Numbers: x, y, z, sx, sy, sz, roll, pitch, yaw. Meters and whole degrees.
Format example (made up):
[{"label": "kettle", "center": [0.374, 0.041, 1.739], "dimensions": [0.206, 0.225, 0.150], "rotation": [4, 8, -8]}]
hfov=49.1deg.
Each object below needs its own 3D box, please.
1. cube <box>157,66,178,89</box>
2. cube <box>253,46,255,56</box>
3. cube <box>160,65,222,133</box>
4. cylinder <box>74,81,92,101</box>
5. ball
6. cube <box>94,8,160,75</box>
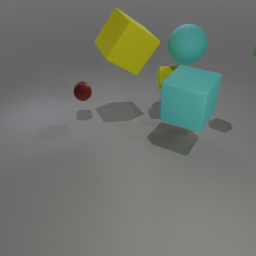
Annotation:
[{"label": "cube", "center": [1.519, -1.915, 10.701], "dimensions": [0.700, 0.700, 0.700], "rotation": [-3, -5, -3]}, {"label": "cube", "center": [4.222, -2.392, 8.205], "dimensions": [0.700, 0.700, 0.700], "rotation": [24, 23, 39]}, {"label": "cube", "center": [1.950, -0.959, 8.825], "dimensions": [1.400, 1.400, 1.400], "rotation": [20, 43, 26]}, {"label": "cylinder", "center": [-1.808, -1.475, 11.150], "dimensions": [0.700, 0.700, 0.700], "rotation": [-5, 18, -9]}, {"label": "ball", "center": [2.140, -2.993, 10.065], "dimensions": [1.400, 1.400, 1.400], "rotation": [0, 30, 0]}, {"label": "cube", "center": [-0.059, -2.919, 9.538], "dimensions": [1.400, 1.400, 1.400], "rotation": [19, 28, -39]}]
